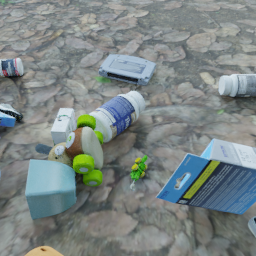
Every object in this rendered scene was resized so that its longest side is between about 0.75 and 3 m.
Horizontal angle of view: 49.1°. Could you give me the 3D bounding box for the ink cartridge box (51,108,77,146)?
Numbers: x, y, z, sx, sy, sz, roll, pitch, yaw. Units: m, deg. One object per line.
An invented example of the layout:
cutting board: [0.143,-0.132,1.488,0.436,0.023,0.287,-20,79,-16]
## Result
ink cartridge box: [-2.302,0.027,10.182,0.543,0.941,1.288,3,42,3]

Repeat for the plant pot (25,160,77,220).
plant pot: [-2.167,1.742,8.172,1.295,1.268,1.271,-3,43,-9]

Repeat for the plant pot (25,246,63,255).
plant pot: [-1.895,3.408,6.358,1.433,1.433,1.003,-31,35,-29]

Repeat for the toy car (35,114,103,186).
toy car: [-2.003,0.831,8.942,2.230,1.760,1.832,-8,53,8]

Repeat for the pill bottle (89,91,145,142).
pill bottle: [-0.375,-0.511,10.546,1.218,1.218,2.194,32,52,29]

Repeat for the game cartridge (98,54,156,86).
game cartridge: [0.019,-2.885,13.582,2.474,0.514,1.647,15,44,14]

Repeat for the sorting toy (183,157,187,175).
sorting toy: [2.098,1.157,8.842,0.945,0.851,0.505,16,51,19]

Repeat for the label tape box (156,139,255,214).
label tape box: [2.330,1.291,7.516,2.743,1.965,0.907,14,40,-12]

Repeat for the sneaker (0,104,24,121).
sneaker: [-4.744,-0.697,11.289,1.366,0.505,0.541,19,42,20]

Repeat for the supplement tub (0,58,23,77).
supplement tub: [-5.667,-2.875,13.353,1.167,0.819,0.819,-7,44,-8]

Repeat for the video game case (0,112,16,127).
video game case: [-5.408,-0.492,10.343,1.619,0.406,1.786,18,3,19]

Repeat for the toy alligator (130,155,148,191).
toy alligator: [0.252,1.450,9.093,0.400,0.437,1.475,-22,28,41]

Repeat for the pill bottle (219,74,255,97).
pill bottle: [4.921,-1.838,12.136,1.733,0.986,0.986,0,43,1]

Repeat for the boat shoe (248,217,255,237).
boat shoe: [3.688,2.904,7.494,0.403,0.411,1.155,-17,46,-17]
